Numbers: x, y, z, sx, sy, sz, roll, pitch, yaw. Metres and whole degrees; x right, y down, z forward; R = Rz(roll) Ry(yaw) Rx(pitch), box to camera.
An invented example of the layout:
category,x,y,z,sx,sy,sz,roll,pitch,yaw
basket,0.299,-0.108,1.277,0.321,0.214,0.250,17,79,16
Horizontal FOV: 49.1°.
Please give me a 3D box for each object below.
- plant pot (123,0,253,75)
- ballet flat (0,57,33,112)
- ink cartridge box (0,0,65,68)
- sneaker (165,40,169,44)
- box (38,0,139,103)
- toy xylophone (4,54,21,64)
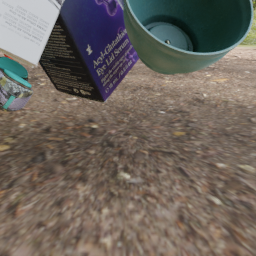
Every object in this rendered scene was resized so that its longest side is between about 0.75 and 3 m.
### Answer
category,x,y,z,sx,sy,sz,roll,pitch,yaw
plant pot,0.830,-1.752,4.788,2.027,2.027,1.358,-4,-18,-11
ballet flat,-2.308,-0.824,5.282,0.800,0.800,2.225,-8,24,-21
ink cartridge box,-0.813,-1.129,2.166,0.479,1.148,0.834,23,4,-38
sneaker,0.820,-3.456,9.476,0.773,2.009,0.890,-15,25,22
box,-0.948,-2.339,5.560,1.527,2.927,2.166,17,60,32
toy xylophone,-3.597,-2.897,8.158,0.611,2.432,1.781,-25,16,-5
